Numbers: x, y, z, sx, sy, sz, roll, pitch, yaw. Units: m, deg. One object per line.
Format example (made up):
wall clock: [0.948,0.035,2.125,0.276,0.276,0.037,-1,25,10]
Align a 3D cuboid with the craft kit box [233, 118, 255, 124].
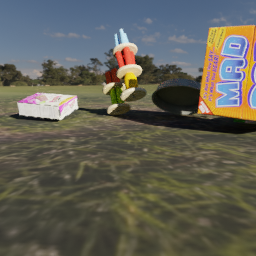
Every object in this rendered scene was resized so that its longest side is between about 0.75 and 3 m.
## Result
craft kit box: [4.285,-0.319,8.613,1.557,0.382,1.577,11,13,36]

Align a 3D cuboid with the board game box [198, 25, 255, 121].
board game box: [3.207,-1.224,7.016,2.083,2.085,2.083,10,5,33]

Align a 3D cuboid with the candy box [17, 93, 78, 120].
candy box: [-2.704,-0.771,9.508,1.655,0.505,1.129,7,26,19]

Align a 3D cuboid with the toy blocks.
toy blocks: [-0.326,-2.157,10.865,0.983,2.706,2.255,-1,-20,-29]

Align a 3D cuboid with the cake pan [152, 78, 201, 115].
cake pan: [2.023,-1.174,10.590,2.233,0.409,2.233,9,-22,4]
